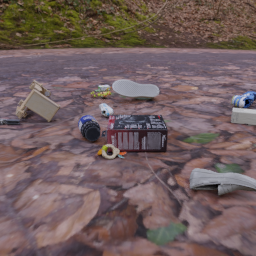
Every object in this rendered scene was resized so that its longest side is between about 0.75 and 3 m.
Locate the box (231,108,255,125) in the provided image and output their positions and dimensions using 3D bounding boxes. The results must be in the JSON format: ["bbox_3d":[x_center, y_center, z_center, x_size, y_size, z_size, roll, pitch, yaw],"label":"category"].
[{"bbox_3d":[5.085,-0.452,11.533,1.539,0.526,0.632,8,22,20],"label":"box"}]

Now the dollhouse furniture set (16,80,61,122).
[{"bbox_3d":[-4.081,-1.082,12.645,1.232,1.442,2.783,35,6,-26],"label":"dollhouse furniture set"}]

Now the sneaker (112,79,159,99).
[{"bbox_3d":[0.333,-1.913,15.002,2.527,0.934,1.036,9,-14,-12],"label":"sneaker"}]

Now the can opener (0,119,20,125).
[{"bbox_3d":[-4.850,-0.273,11.470,0.896,0.239,0.300,1,21,1],"label":"can opener"}]

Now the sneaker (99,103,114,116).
[{"bbox_3d":[-1.039,-0.801,12.297,0.386,0.365,0.955,-24,34,-29],"label":"sneaker"}]

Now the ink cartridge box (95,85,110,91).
[{"bbox_3d":[-1.579,-2.462,17.311,0.892,0.265,0.463,-8,22,-20],"label":"ink cartridge box"}]

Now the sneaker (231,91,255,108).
[{"bbox_3d":[5.921,-1.357,13.894,1.749,0.647,0.719,-19,31,-29],"label":"sneaker"}]

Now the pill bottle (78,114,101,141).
[{"bbox_3d":[-1.379,-0.001,10.058,0.707,0.707,1.264,-7,21,-17],"label":"pill bottle"}]

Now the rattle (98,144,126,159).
[{"bbox_3d":[-0.502,0.822,8.710,0.754,0.539,0.491,8,48,-24],"label":"rattle"}]

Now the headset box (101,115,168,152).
[{"bbox_3d":[0.174,0.136,9.515,2.141,0.827,1.593,-1,19,-1],"label":"headset box"}]

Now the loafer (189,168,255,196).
[{"bbox_3d":[2.264,1.360,6.680,1.581,0.553,0.552,3,59,26],"label":"loafer"}]

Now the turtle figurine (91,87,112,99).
[{"bbox_3d":[-1.399,-1.881,15.469,1.174,0.469,1.456,-3,27,12],"label":"turtle figurine"}]
